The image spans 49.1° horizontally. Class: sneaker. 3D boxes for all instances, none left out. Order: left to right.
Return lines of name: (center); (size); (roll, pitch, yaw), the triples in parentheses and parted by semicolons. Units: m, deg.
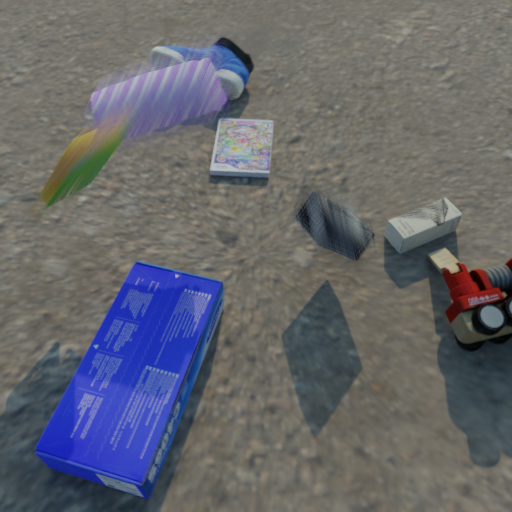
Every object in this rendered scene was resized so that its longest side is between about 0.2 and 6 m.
sneaker: (-1.184, -4.486, 12.868); (2.296, 0.881, 1.277); (20, 60, 10)

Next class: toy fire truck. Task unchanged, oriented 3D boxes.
toy fire truck: (3.675, 0.425, 8.969); (1.677, 1.226, 1.905); (-13, 63, -9)

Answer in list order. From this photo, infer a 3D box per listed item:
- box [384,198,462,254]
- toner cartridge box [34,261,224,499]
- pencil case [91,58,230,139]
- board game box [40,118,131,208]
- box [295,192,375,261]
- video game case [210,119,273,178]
box: (2.987, -0.545, 10.039); (1.283, 0.439, 0.527); (-22, 55, -17)
toner cartridge box: (-1.662, 1.635, 8.134); (1.524, 0.693, 3.209); (14, 53, 9)
pencil case: (-1.513, -2.452, 8.864); (2.118, 0.905, 0.889); (-13, 86, 4)
board game box: (-2.583, -1.329, 8.287); (0.283, 1.891, 0.903); (52, 50, -2)
box: (1.261, -0.477, 9.055); (0.887, 0.559, 0.902); (22, 21, -35)
video game case: (-0.273, -2.258, 11.591); (1.184, 0.149, 1.654); (3, 52, 2)
